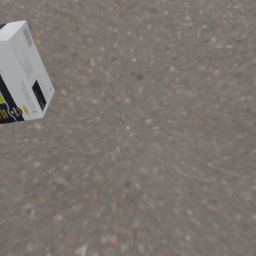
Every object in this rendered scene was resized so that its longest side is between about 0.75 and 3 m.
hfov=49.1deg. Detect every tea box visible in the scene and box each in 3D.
[{"bbox_3d":[-2.205,-0.873,4.725,1.382,1.405,0.938,-8,38,6],"label":"tea box"}]
